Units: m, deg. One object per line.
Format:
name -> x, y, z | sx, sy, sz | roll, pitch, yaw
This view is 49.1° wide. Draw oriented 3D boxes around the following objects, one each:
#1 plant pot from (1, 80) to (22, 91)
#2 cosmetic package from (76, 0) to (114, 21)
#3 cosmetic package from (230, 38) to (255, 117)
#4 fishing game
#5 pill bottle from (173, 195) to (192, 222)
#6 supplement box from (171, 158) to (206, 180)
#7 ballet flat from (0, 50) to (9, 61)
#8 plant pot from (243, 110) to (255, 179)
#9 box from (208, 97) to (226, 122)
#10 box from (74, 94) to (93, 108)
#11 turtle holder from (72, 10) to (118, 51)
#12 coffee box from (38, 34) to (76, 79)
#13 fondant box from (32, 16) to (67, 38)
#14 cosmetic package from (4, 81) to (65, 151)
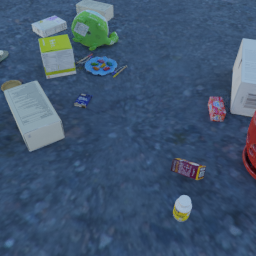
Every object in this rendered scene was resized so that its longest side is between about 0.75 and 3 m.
plant pot -> -4.666, -1.650, 11.230 | 0.796, 0.109, 0.796 | 1, 46, -1
cosmetic package -> -1.835, -6.506, 15.521 | 1.867, 0.682, 0.966 | 23, 50, 20
cosmetic package -> 4.604, -1.969, 10.571 | 1.101, 1.512, 2.973 | 11, 46, 10
fishing game -> -1.189, -2.784, 12.198 | 2.045, 0.318, 1.464 | 27, 49, 24
pill bottle -> 1.405, 2.052, 7.199 | 0.424, 0.757, 0.424 | 0, 46, 0
supplement box -> 1.725, 1.163, 8.040 | 0.856, 0.367, 0.472 | 16, 8, 35
ballet flat -> -5.841, -3.141, 12.392 | 0.533, 0.504, 1.583 | 11, 47, 11
plant pot -> 4.355, 0.537, 7.826 | 2.148, 1.956, 2.148 | 0, 46, 0
box -> 3.187, -0.690, 10.071 | 0.449, 0.430, 0.902 | 3, 46, 3
box -> -1.686, -1.084, 10.674 | 0.471, 0.126, 0.777 | 12, 46, 11
turtle holder -> -1.521, -4.704, 13.152 | 2.087, 1.586, 1.482 | 4, 46, 5
coffee box -> -2.962, -3.011, 11.745 | 1.257, 1.243, 1.255 | -13, 47, -12
fondant box -> -4.067, -5.264, 14.500 | 1.447, 0.421, 1.044 | -34, 55, -30
cosmetic package -> -3.225, -0.485, 9.564 | 1.287, 0.870, 2.446 | -22, 50, -20
